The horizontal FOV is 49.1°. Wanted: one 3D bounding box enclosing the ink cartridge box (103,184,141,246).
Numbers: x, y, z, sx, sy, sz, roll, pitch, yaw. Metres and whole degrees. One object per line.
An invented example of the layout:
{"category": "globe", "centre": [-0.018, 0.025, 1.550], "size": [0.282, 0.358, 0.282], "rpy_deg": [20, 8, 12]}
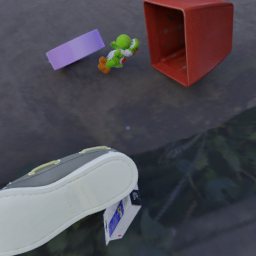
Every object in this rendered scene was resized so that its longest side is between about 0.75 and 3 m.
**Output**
{"category": "ink cartridge box", "centre": [-0.149, 1.529, 5.170], "size": [0.265, 1.428, 0.676], "rpy_deg": [10, 40, -20]}

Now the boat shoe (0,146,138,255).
{"category": "boat shoe", "centre": [-1.253, 1.091, 4.450], "size": [2.840, 1.015, 0.849], "rpy_deg": [-22, 17, -11]}

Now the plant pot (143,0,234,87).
{"category": "plant pot", "centre": [1.919, -2.837, 8.449], "size": [1.920, 2.179, 2.177], "rpy_deg": [-23, 37, -15]}

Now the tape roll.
{"category": "tape roll", "centre": [-1.669, -2.497, 8.940], "size": [1.800, 0.591, 1.800], "rpy_deg": [-22, 19, 8]}

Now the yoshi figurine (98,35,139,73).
{"category": "yoshi figurine", "centre": [-0.367, -2.449, 8.915], "size": [0.838, 1.491, 0.835], "rpy_deg": [62, 26, 5]}
